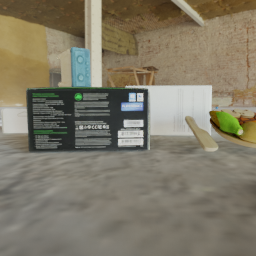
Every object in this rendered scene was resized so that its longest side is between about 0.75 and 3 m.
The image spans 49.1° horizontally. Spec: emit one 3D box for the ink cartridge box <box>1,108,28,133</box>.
[{"bbox_3d":[-2.515,-0.225,7.280,1.059,0.602,1.453,-1,5,-6],"label":"ink cartridge box"}]

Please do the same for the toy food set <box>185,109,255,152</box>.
[{"bbox_3d":[1.877,-0.070,4.258,1.830,0.367,1.264,1,26,-8],"label":"toy food set"}]

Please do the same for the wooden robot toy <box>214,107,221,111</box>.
[{"bbox_3d":[2.873,-0.384,10.545,1.436,0.633,0.652,2,-29,28],"label":"wooden robot toy"}]

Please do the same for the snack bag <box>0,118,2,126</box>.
[{"bbox_3d":[-5.206,-0.182,8.842,2.283,0.244,2.152,3,6,26],"label":"snack bag"}]

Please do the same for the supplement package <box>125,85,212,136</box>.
[{"bbox_3d":[0.927,-0.417,6.610,1.907,1.115,1.119,1,5,9],"label":"supplement package"}]

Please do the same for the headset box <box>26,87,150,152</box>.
[{"bbox_3d":[-0.649,-0.214,5.155,1.840,0.981,2.114,0,5,-4],"label":"headset box"}]

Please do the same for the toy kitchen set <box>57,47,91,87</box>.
[{"bbox_3d":[-0.400,-0.978,7.551,2.559,2.050,1.507,-5,6,-44],"label":"toy kitchen set"}]
